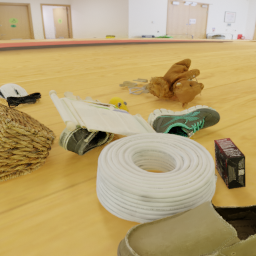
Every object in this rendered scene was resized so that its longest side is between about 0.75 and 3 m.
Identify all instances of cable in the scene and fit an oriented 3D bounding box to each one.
[{"bbox_3d":[0.516,0.854,5.364,2.262,0.783,2.262,12,27,20],"label":"cable"}]

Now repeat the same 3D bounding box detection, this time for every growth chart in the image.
[{"bbox_3d":[-0.524,-0.262,7.319,2.942,0.261,2.129,13,24,-27],"label":"growth chart"}]

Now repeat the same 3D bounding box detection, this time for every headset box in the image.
[{"bbox_3d":[2.121,0.702,5.921,0.376,0.726,0.975,-9,22,2],"label":"headset box"}]

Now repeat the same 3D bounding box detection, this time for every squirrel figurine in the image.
[{"bbox_3d":[1.900,-1.546,11.123,2.218,1.569,2.070,-12,31,9],"label":"squirrel figurine"}]

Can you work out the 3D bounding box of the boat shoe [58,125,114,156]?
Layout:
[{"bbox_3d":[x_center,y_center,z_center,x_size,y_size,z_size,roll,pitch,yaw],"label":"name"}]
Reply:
[{"bbox_3d":[-0.807,0.139,7.414,0.761,0.845,2.389,27,28,16],"label":"boat shoe"}]

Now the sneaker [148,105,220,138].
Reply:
[{"bbox_3d":[1.703,-0.045,8.063,2.169,0.841,0.989,-7,38,-9],"label":"sneaker"}]

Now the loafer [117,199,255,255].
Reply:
[{"bbox_3d":[1.041,1.463,3.926,2.421,0.816,0.920,-4,22,-11],"label":"loafer"}]

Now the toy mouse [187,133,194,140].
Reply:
[{"bbox_3d":[1.115,0.382,6.721,0.929,0.202,1.045,1,-21,14],"label":"toy mouse"}]

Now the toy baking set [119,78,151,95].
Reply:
[{"bbox_3d":[0.775,-1.922,13.236,2.058,0.312,2.681,-13,25,-22],"label":"toy baking set"}]

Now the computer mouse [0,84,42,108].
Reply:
[{"bbox_3d":[-4.717,-1.457,11.619,1.419,0.568,2.587,-20,29,-38],"label":"computer mouse"}]

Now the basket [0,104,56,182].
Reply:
[{"bbox_3d":[-2.787,0.443,6.743,1.466,1.531,2.055,25,1,-42],"label":"basket"}]

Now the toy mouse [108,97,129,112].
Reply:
[{"bbox_3d":[-1.024,-0.629,9.608,2.332,0.508,2.624,-11,24,-25],"label":"toy mouse"}]
